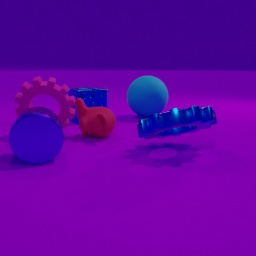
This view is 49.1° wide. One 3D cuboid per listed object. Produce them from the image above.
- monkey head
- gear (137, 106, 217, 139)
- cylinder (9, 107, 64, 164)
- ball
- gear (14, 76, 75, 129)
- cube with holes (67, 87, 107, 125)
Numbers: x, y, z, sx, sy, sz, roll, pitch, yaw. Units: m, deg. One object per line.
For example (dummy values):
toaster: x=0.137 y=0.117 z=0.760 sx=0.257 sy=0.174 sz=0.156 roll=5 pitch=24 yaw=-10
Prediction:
monkey head: x=-0.767 y=-0.288 z=6.685 sx=0.868 sy=1.037 sz=1.441 roll=-16 pitch=6 yaw=2
gear: x=0.948 y=-0.076 z=5.538 sx=1.516 sy=0.280 sz=1.516 roll=-9 pitch=-11 yaw=-2
cylinder: x=-1.662 y=0.105 z=5.164 sx=0.900 sy=0.900 sz=0.900 roll=-4 pitch=13 yaw=-15
ball: x=0.636 y=-1.023 z=9.154 sx=1.341 sy=1.341 sz=1.341 roll=0 pitch=13 yaw=0
gear: x=-1.999 y=-0.538 z=6.802 sx=1.406 sy=1.406 sz=0.260 roll=-1 pitch=31 yaw=-4
cube with holes: x=-1.293 y=-0.714 z=8.643 sx=0.977 sy=0.977 sz=0.977 roll=-8 pitch=15 yaw=-31
